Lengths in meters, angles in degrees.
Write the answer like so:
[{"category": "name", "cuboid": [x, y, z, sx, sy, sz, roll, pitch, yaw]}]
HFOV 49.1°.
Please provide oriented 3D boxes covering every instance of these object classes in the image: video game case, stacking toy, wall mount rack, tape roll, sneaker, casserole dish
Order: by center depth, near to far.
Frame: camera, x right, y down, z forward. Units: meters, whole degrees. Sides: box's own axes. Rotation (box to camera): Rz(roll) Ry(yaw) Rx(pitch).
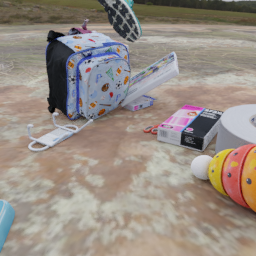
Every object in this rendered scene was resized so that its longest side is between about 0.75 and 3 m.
[{"category": "casserole dish", "cuboid": [-2.347, 1.578, 4.359, 0.897, 0.287, 1.480, -2, 25, -4]}, {"category": "stacking toy", "cuboid": [2.003, 0.863, 5.152, 1.479, 1.479, 2.024, -21, 13, -39]}, {"category": "sneaker", "cuboid": [-0.114, -2.760, 6.323, 0.688, 1.727, 0.669, -23, -8, -37]}, {"category": "tape roll", "cuboid": [3.446, 0.312, 6.381, 2.721, 0.899, 2.721, 0, 24, 0]}, {"category": "wall mount rack", "cuboid": [-1.747, 0.073, 7.259, 1.414, 0.607, 1.627, 14, 29, 27]}, {"category": "video game case", "cuboid": [0.728, -1.718, 9.674, 2.159, 0.248, 1.967, -29, 23, 22]}]

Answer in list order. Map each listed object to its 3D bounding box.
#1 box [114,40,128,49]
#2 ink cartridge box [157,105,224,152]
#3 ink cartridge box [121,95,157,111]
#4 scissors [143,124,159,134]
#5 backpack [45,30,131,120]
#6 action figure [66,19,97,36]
[{"category": "box", "cuboid": [-1.425, -3.615, 14.271, 2.132, 1.489, 2.800, -9, 26, -19]}, {"category": "ink cartridge box", "cuboid": [1.959, -0.164, 8.012, 1.247, 0.488, 2.634, 14, 26, 28]}, {"category": "ink cartridge box", "cuboid": [0.386, -0.887, 9.810, 1.114, 0.234, 0.665, -22, 32, -33]}, {"category": "scissors", "cuboid": [0.950, -0.094, 8.239, 0.475, 0.090, 1.298, 15, 30, 34]}, {"category": "backpack", "cuboid": [-1.072, -1.693, 8.726, 2.108, 2.737, 2.607, 33, 45, 20]}, {"category": "action figure", "cuboid": [-2.137, -4.635, 14.120, 1.283, 1.154, 1.723, -36, 1, 32]}]
